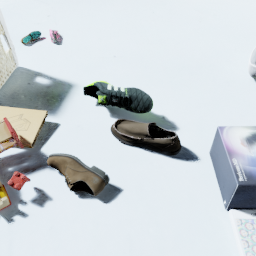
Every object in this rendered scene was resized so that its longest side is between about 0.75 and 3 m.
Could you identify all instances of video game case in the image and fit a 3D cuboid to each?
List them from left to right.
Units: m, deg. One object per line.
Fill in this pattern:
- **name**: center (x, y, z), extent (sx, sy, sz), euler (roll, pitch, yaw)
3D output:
- **video game case**: center (3.181, 2.584, 5.959), extent (1.634, 0.213, 1.795), euler (0, 44, 0)

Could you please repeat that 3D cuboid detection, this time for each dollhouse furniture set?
- **dollhouse furniture set**: center (-3.225, 0.949, 7.277), extent (1.180, 0.892, 2.194), euler (-27, 67, -16)

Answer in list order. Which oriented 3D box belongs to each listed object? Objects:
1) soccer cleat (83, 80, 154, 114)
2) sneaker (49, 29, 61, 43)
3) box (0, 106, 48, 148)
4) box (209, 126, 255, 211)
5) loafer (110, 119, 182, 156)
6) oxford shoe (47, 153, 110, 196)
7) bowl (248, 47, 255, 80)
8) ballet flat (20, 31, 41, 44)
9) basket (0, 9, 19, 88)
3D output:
- **soccer cleat**: center (-0.368, -0.953, 9.063), extent (2.554, 0.862, 1.035), euler (21, 32, 34)
- **sneaker**: center (-3.366, -4.289, 13.019), extent (0.499, 0.413, 1.046), euler (-4, 44, -20)
- **box**: center (-3.438, -0.052, 8.559), extent (1.635, 0.174, 1.336), euler (6, 54, 8)
- **box**: center (3.244, 0.953, 6.980), extent (1.886, 1.172, 1.902), euler (-1, 44, 0)
- **loafer**: center (0.527, 0.088, 8.140), extent (2.184, 0.779, 0.797), euler (15, 46, 15)
- **oxford shoe**: center (-1.410, 1.173, 7.122), extent (1.784, 0.648, 0.753), euler (21, 49, 20)
- **bowl**: center (5.703, -2.272, 10.570), extent (2.204, 0.824, 2.207), euler (22, 47, 21)
- **ballet flat**: center (-4.530, -4.196, 12.957), extent (0.405, 0.380, 1.120), euler (10, 46, 38)
- **basket**: center (-5.671, -2.756, 9.881), extent (2.582, 2.558, 2.076), euler (3, 48, 2)
